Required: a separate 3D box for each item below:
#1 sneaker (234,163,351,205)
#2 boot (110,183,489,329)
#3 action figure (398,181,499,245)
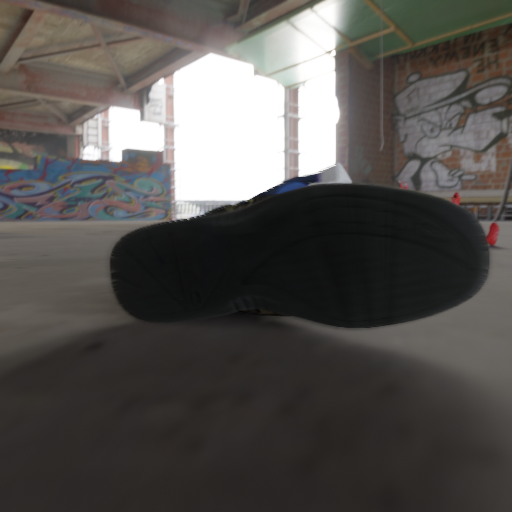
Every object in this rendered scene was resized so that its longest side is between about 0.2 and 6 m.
[{"bbox_3d":[0.242,-0.193,7.293,2.096,1.153,2.863,-24,17,20],"label":"sneaker"},{"bbox_3d":[0.396,-0.084,4.312,2.480,0.895,1.873,-5,7,19],"label":"boot"},{"bbox_3d":[4.038,-0.866,11.958,3.090,1.530,1.008,-7,8,-41],"label":"action figure"}]
